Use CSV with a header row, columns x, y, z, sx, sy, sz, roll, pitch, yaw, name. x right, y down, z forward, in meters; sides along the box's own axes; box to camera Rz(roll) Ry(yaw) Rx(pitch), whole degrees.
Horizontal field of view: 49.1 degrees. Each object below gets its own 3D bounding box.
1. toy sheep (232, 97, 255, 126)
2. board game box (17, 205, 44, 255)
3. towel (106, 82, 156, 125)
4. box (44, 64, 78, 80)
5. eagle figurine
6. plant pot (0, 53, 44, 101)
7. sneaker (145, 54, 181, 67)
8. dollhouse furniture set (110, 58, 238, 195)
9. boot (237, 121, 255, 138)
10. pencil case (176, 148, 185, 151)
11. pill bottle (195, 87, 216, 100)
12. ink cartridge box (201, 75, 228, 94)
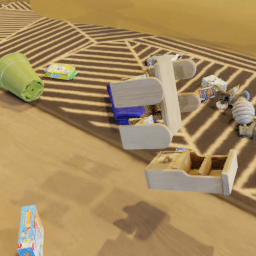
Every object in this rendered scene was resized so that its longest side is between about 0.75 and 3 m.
x,y,z,sx,sy,sz,roll,pitch,yaw,name
4.656,-0.609,11.254,0.929,0.929,1.347,0,68,-1,toy sheep
-2.334,2.700,6.808,0.325,1.164,1.140,-7,40,-9,board game box
0.172,-1.107,12.145,1.981,0.665,2.682,-2,38,-13,towel
-3.456,-2.924,14.602,1.559,0.377,0.915,11,40,11,box
4.625,-1.450,12.441,1.528,1.153,1.159,4,72,-45,eagle figurine
-4.789,-2.131,12.707,1.778,1.872,1.872,40,52,23,plant pot
1.523,-3.123,14.423,1.732,1.125,2.999,13,30,23,sneaker
1.306,-0.118,6.529,1.958,2.948,2.584,-3,18,29,dollhouse furniture set
4.641,-0.018,10.936,0.634,0.329,0.971,15,42,18,boot
1.732,1.038,9.557,0.395,0.355,0.909,31,42,-1,pencil case
3.484,-1.554,12.746,0.944,0.501,0.501,-16,41,-19,pill bottle
4.153,-2.108,13.514,0.727,0.412,0.991,-21,43,-24,ink cartridge box
